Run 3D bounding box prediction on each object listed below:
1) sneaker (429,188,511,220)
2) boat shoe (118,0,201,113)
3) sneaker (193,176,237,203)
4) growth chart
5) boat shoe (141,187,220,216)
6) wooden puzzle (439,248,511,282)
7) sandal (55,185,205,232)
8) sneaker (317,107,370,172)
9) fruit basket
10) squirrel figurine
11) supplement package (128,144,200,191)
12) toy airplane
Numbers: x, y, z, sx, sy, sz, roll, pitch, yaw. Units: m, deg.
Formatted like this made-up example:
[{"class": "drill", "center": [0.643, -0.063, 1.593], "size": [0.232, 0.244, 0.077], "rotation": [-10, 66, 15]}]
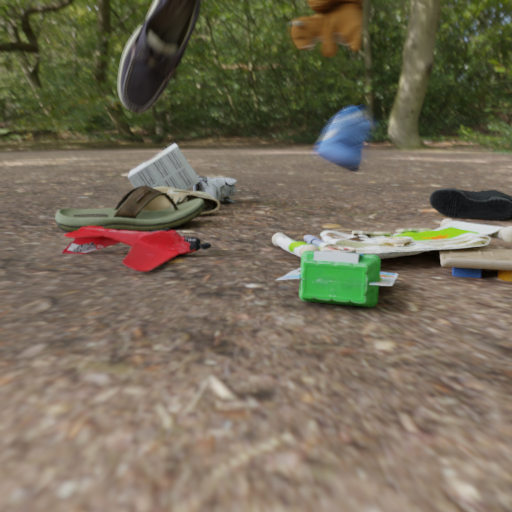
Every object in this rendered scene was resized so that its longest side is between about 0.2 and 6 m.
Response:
[{"class": "sneaker", "center": [5.421, -1.245, 13.502], "size": [2.293, 0.689, 1.196], "rotation": [11, 17, 23]}, {"class": "boat shoe", "center": [-1.355, -2.944, 7.819], "size": [0.738, 2.052, 0.665], "rotation": [27, 16, -20]}, {"class": "sneaker", "center": [-1.048, -1.761, 15.345], "size": [1.155, 0.755, 2.010], "rotation": [1, 18, -15]}, {"class": "growth chart", "center": [2.278, -0.297, 9.724], "size": [4.053, 0.359, 2.933], "rotation": [-5, 8, -14]}, {"class": "boat shoe", "center": [-1.858, -1.249, 13.387], "size": [2.026, 0.731, 0.658], "rotation": [0, 11, -26]}, {"class": "wooden puzzle", "center": [3.479, 0.121, 8.449], "size": [1.357, 0.339, 1.465], "rotation": [4, 9, 16]}, {"class": "sandal", "center": [-2.649, -1.052, 12.040], "size": [3.192, 0.911, 1.267], "rotation": [-4, 14, -17]}, {"class": "sneaker", "center": [1.183, -1.569, 7.412], "size": [0.553, 0.615, 1.495], "rotation": [26, 28, -9]}, {"class": "fruit basket", "center": [1.108, 0.211, 7.255], "size": [1.381, 0.699, 1.491], "rotation": [4, 11, 18]}, {"class": "squirrel figurine", "center": [1.225, -4.149, 9.766], "size": [1.219, 1.306, 0.925], "rotation": [4, 26, 10]}, {"class": "supplement package", "center": [-2.438, -2.084, 14.742], "size": [1.497, 1.101, 1.431], "rotation": [-33, 17, -3]}, {"class": "toy airplane", "center": [-2.066, -0.247, 9.596], "size": [2.643, 0.486, 2.643], "rotation": [0, 12, 0]}]
